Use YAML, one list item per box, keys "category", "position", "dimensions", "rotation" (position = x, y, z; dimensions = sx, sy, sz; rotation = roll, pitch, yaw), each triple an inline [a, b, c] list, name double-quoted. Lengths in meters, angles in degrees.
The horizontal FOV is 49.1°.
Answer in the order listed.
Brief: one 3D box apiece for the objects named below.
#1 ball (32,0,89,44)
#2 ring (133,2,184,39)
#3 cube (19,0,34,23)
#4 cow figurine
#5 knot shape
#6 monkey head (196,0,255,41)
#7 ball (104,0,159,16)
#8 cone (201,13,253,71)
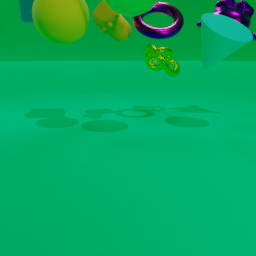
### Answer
- category: "ball"
  position: [-1.554, -2.624, 6.527]
  dimensions: [1.289, 1.289, 1.289]
  rotation: [0, 15, 0]
- category: "ring"
  position: [0.852, -3.015, 7.830]
  dimensions: [1.426, 0.285, 1.426]
  rotation: [0, 58, 0]
- category: "cube"
  position: [-2.159, -3.497, 7.473]
  dimensions: [1.201, 1.201, 1.201]
  rotation: [0, 27, -6]
- category: "cow figurine"
  position: [-0.387, -2.910, 7.836]
  dimensions: [1.499, 0.823, 1.475]
  rotation: [30, 13, -41]
- category: "knot shape"
  position: [1.032, -2.355, 9.579]
  dimensions: [1.488, 0.688, 1.393]
  rotation: [27, 3, -45]
- category: "monkey head"
  position: [3.114, -3.202, 8.579]
  dimensions: [1.858, 1.119, 1.337]
  rotation: [20, 2, 15]
- category: "ball"
  position: [0.070, -3.007, 5.705]
  dimensions: [1.362, 1.362, 1.362]
  rotation: [0, 15, 0]
- category: "cone"
  position: [2.226, -2.000, 7.196]
  dimensions: [1.319, 1.324, 1.319]
  rotation: [10, 44, -10]
